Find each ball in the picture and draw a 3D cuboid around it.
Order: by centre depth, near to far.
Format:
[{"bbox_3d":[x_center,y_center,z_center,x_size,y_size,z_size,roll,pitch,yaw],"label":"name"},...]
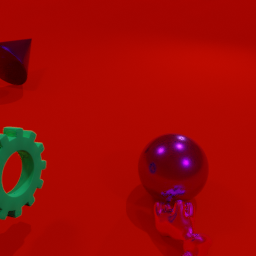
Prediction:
[{"bbox_3d":[0.763,0.680,4.783,1.192,1.192,1.192,0,32,0],"label":"ball"}]

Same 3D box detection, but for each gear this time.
[{"bbox_3d":[-1.562,0.600,3.794,0.221,1.197,1.197,5,31,18],"label":"gear"}]

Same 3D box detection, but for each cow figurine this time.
[{"bbox_3d":[0.758,1.523,4.079,0.500,0.896,0.911,23,-29,-40],"label":"cow figurine"}]

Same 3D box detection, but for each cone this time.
[{"bbox_3d":[-3.472,-2.428,8.890,1.512,1.512,1.518,11,52,18],"label":"cone"}]
